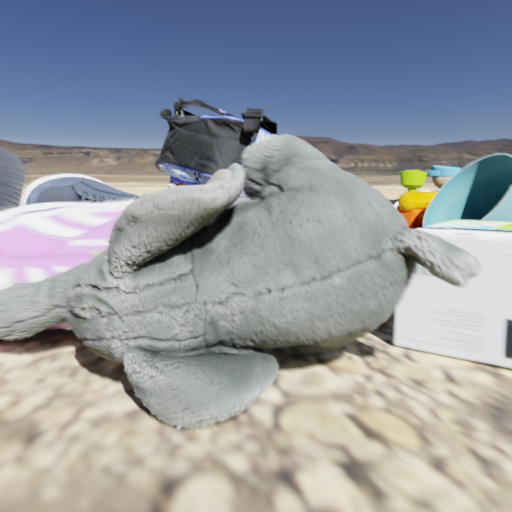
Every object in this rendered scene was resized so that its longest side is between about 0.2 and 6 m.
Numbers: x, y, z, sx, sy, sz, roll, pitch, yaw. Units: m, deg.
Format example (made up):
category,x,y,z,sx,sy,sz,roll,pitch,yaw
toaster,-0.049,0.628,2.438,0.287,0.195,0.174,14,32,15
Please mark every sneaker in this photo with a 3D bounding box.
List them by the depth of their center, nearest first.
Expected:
category,x,y,z,sx,sy,sz,roll,pitch,yaw
sneaker,-1.281,0.252,4.664,2.925,1.060,1.668,-18,37,-24
sneaker,-3.188,-0.119,6.135,0.901,1.053,2.568,26,36,-26
sneaker,-2.056,-0.654,8.938,2.856,1.086,2.064,8,2,-39
sneaker,3.180,-1.037,12.756,1.396,0.912,2.495,5,12,22

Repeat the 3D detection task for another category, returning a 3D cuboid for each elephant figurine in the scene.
category,x,y,z,sx,sy,sz,roll,pitch,yaw
elephant figurine,-0.389,0.257,3.739,2.563,1.989,1.814,-16,60,-28

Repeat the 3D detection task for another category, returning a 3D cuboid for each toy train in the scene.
category,x,y,z,sx,sy,sz,roll,pitch,yaw
toy train,2.801,-0.911,10.268,2.542,1.471,1.076,-5,10,-30

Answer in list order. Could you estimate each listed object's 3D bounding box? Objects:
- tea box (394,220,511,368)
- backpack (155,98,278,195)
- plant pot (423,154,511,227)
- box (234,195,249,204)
category,x,y,z,sx,sy,sz,roll,pitch,yaw
tea box,2.129,0.255,4.646,1.473,0.984,1.449,7,10,36
backpack,-0.177,-1.532,10.801,2.927,2.367,3.073,9,12,-38
plant pot,3.658,-0.594,8.770,1.131,1.679,1.679,39,-2,-17
box,-0.382,-0.270,7.491,1.636,1.081,0.938,0,7,3
